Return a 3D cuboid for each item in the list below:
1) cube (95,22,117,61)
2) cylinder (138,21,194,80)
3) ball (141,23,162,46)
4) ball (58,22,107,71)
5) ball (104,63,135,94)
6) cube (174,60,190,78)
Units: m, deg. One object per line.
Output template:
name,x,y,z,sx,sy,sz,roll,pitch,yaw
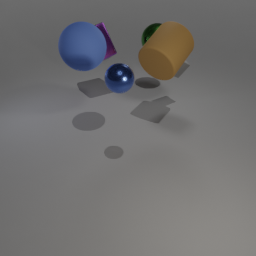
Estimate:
cube,-1.516,-3.554,12.266,1.400,1.400,1.400,-28,13,-9
cylinder,1.282,-2.570,9.394,1.400,1.400,1.400,22,63,31
ball,1.298,-3.991,12.633,1.400,1.400,1.400,0,32,0
ball,-1.334,-2.386,8.246,1.400,1.400,1.400,0,32,0
ball,-0.198,-1.154,6.527,0.700,0.700,0.700,0,32,0
cube,1.887,-2.533,11.163,0.700,0.700,0.700,3,46,-54
